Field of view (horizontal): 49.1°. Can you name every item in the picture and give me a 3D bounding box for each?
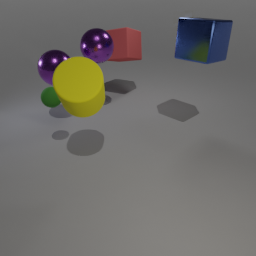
[{"bbox_3d":[-2.830,-2.360,11.013,1.400,1.400,1.400,0,29,0],"label":"ball"},{"bbox_3d":[2.686,-3.160,10.031,1.400,1.400,1.400,23,31,38],"label":"cube"},{"bbox_3d":[-1.274,-3.374,11.540,1.400,1.400,1.400,0,29,0],"label":"ball"},{"bbox_3d":[-1.404,-1.170,8.339,1.400,1.400,1.400,-2,-15,-3],"label":"cylinder"},{"bbox_3d":[-2.556,-1.029,9.370,0.700,0.700,0.700,0,29,0],"label":"ball"},{"bbox_3d":[-0.258,-4.041,13.753,1.400,1.400,1.400,3,10,30],"label":"cube"}]
